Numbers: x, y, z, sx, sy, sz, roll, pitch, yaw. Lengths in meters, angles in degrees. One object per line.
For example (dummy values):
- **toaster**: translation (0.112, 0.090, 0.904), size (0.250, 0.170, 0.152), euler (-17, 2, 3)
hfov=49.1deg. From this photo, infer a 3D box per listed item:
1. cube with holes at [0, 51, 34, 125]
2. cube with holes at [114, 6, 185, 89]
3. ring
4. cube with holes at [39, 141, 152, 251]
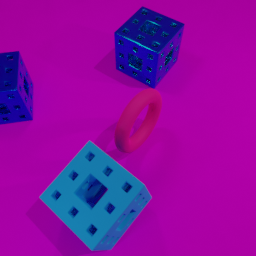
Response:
- **cube with holes**: translation (-3.282, -0.993, 7.241), size (1.287, 1.287, 1.287), euler (-8, 59, -5)
- **cube with holes**: translation (0.580, -2.285, 7.989), size (1.371, 1.371, 1.371), euler (30, 63, 17)
- **ring**: translation (0.259, -0.148, 6.421), size (0.324, 1.622, 1.622), euler (31, 63, 23)
- **cube with holes**: translation (-0.543, 1.373, 5.537), size (1.368, 1.368, 1.368), euler (36, 78, 22)
